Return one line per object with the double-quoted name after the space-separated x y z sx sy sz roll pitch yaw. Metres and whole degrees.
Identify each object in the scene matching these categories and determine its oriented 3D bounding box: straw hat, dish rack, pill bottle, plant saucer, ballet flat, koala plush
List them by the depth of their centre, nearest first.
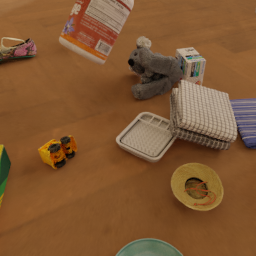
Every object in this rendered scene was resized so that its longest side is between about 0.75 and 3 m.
0.390 2.690 4.883 1.487 0.267 1.487 0 42 0 "plant saucer"
1.500 1.388 6.202 1.155 0.489 1.155 -4 50 4 "straw hat"
0.585 0.261 7.630 1.362 0.346 1.587 24 46 24 "dish rack"
-0.741 -3.173 7.683 1.423 2.537 1.423 28 11 -6 "pill bottle"
0.672 -2.119 9.571 1.704 1.644 1.854 -10 40 -30 "koala plush"
-4.936 -3.063 11.014 2.549 0.907 0.881 -18 30 -19 "ballet flat"

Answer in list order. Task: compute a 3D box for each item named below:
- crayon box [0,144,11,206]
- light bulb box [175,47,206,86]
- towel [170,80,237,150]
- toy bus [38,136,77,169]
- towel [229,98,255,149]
-3.636 1.600 5.796 1.762 0.705 2.775 -5 40 -5 "crayon box"
2.127 -2.096 9.802 0.664 1.055 1.064 -10 41 -10 "light bulb box"
1.977 -0.361 7.730 1.619 0.837 1.956 15 42 -7 "towel"
-1.863 0.555 7.196 0.829 0.586 0.864 10 37 36 "toy bus"
3.923 -0.182 8.275 1.589 0.262 2.195 -2 39 1 "towel"
